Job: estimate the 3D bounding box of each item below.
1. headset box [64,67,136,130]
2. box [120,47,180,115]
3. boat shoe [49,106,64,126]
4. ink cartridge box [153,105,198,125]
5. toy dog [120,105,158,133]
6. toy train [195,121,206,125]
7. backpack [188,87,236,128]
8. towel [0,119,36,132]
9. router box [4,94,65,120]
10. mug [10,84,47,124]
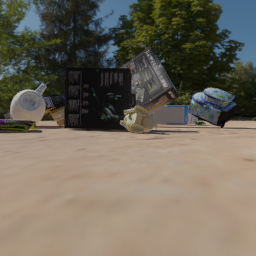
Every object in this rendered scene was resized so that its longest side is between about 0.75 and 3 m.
[{"bbox_3d":[-0.789,-0.851,8.388,2.055,1.789,0.953,0,2,2],"label":"headset box"},{"bbox_3d":[0.581,-1.835,12.001,2.340,2.955,0.714,-33,-43,15],"label":"box"},{"bbox_3d":[-3.091,-0.534,13.575,0.964,0.873,2.705,-23,5,4],"label":"boat shoe"},{"bbox_3d":[2.675,-0.702,15.502,1.778,1.041,2.460,1,4,30],"label":"ink cartridge box"},{"bbox_3d":[0.230,-0.177,6.639,0.838,0.603,0.865,7,-3,-24],"label":"toy dog"},{"bbox_3d":[4.042,-0.265,15.627,0.918,0.192,0.259,-2,12,-44],"label":"toy train"},{"bbox_3d":[3.063,-0.860,10.210,1.484,1.091,1.358,24,30,30],"label":"backpack"},{"bbox_3d":[-3.909,-0.067,7.196,2.938,0.334,2.110,0,1,-17],"label":"towel"},{"bbox_3d":[-4.145,-0.838,12.730,2.221,0.580,1.747,-20,3,20],"label":"router box"},{"bbox_3d":[-3.679,-0.987,10.728,1.265,1.713,1.502,35,-23,-13],"label":"mug"}]
